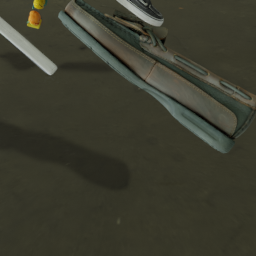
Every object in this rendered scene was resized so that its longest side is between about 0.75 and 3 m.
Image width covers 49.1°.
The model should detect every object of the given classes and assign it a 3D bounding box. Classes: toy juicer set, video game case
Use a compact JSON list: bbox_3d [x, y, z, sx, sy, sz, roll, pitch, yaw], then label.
[{"bbox_3d":[-2.764,-4.132,8.683,0.553,2.031,1.292,19,12,-19],"label":"toy juicer set"},{"bbox_3d":[-1.828,-1.439,4.460,0.190,1.625,1.478,-50,19,-2],"label":"video game case"}]

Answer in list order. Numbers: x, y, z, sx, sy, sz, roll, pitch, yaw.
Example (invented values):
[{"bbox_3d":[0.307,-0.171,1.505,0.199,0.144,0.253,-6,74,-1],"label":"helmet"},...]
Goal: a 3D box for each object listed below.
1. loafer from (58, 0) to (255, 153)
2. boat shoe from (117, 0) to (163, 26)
[{"bbox_3d":[0.475,-0.896,3.912,2.993,0.941,1.075,38,11,-4],"label":"loafer"},{"bbox_3d":[0.338,-3.750,8.071,2.208,0.748,0.792,22,37,-34],"label":"boat shoe"}]
